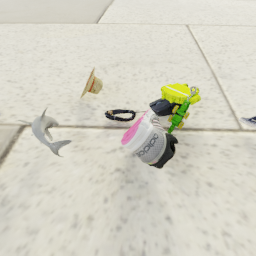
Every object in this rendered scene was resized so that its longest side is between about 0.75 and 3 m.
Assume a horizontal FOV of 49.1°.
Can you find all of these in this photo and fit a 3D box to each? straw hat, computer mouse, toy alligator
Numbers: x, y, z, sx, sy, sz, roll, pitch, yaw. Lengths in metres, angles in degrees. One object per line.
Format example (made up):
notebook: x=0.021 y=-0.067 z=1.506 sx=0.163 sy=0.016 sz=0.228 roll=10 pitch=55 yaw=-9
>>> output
straw hat: x=-1.093 y=-1.396 z=9.155 sx=0.511 sy=1.208 sz=1.208 roll=24 pitch=31 yaw=-15
computer mouse: x=0.567 y=-0.631 z=8.341 sx=2.577 sy=0.439 sz=0.755 roll=-11 pitch=38 yaw=-17
toy alligator: x=1.467 y=-0.462 z=7.496 sx=0.422 sy=1.423 sz=0.386 roll=32 pitch=15 yaw=16

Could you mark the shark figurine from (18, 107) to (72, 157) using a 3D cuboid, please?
shark figurine: x=-1.907 y=-0.075 z=6.475 sx=1.055 sy=0.737 sz=1.765 roll=22 pitch=15 yaw=-29

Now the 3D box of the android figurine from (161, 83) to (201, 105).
android figurine: x=1.541 y=-1.032 z=8.373 sx=1.221 sy=0.276 sz=1.342 roll=29 pitch=38 yaw=32

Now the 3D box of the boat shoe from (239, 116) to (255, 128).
boat shoe: x=3.395 y=-0.224 z=7.428 sx=0.338 sy=0.420 sz=0.906 roll=12 pitch=14 yaw=-35

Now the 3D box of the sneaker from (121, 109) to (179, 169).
sneaker: x=0.547 y=0.289 z=6.420 sx=1.113 sy=0.938 sz=2.544 roll=44 pitch=9 yaw=-1
